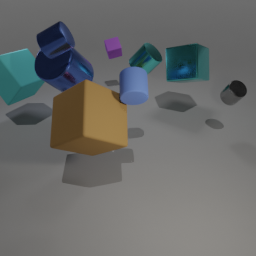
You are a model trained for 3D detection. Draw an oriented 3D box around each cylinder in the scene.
[{"bbox_3d":[0.139,-1.030,6.918,0.700,0.700,0.700,-1,66,-2],"label":"cylinder"},{"bbox_3d":[0.503,-1.950,8.034,0.700,0.700,0.700,28,41,-28],"label":"cylinder"},{"bbox_3d":[-2.044,-1.918,9.123,1.400,1.400,1.400,16,-8,25],"label":"cylinder"},{"bbox_3d":[-1.814,-2.207,7.069,0.700,0.700,0.700,-24,28,14],"label":"cylinder"},{"bbox_3d":[3.865,-1.283,10.288,0.700,0.700,0.700,4,68,-9],"label":"cylinder"}]

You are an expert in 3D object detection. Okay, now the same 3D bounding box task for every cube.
[{"bbox_3d":[-4.262,-1.973,10.833,1.400,1.400,1.400,53,39,-2],"label":"cube"},{"bbox_3d":[2.540,-2.691,11.886,1.400,1.400,1.400,1,6,35],"label":"cube"},{"bbox_3d":[-0.979,-0.176,7.150,1.400,1.400,1.400,-18,-25,40],"label":"cube"},{"bbox_3d":[-0.725,-3.958,13.884,0.700,0.700,0.700,-17,70,-4],"label":"cube"}]
